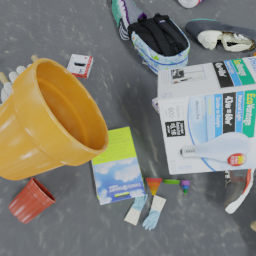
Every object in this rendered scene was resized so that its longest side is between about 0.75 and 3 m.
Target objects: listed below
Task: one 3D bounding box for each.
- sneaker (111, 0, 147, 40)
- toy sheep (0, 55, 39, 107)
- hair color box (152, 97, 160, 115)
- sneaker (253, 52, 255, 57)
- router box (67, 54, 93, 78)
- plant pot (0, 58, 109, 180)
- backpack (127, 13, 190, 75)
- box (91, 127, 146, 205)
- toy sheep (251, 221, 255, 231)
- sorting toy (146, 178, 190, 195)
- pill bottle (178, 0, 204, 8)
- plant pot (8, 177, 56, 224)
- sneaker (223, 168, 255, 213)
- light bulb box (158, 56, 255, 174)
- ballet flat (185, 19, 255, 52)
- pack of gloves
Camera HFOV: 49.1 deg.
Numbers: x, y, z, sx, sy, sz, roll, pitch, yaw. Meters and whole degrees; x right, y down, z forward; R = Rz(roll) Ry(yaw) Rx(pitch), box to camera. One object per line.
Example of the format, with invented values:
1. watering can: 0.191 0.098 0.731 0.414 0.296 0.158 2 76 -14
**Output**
1. sneaker: 0.069 -4.418 10.606 1.118 0.950 2.554 -7 71 -15
2. toy sheep: -2.874 -1.107 8.285 2.451 1.690 1.690 -34 66 -11
3. hair color box: 1.267 -0.825 8.842 0.922 0.299 0.504 -27 65 -12
4. sneaker: 4.976 -2.374 9.595 1.357 0.474 0.610 3 64 4
5. router box: -1.653 -2.121 9.611 0.740 0.202 0.825 8 61 5
6. plant pot: -2.208 0.052 6.990 2.402 2.624 2.624 -32 62 16
7. backpack: 1.160 -2.707 9.320 1.709 1.611 2.096 -22 42 -18
8. box: -0.343 1.033 7.687 1.252 0.489 2.054 -11 61 -6
9. toy sheep: 3.968 2.343 6.283 1.880 1.880 2.728 38 83 19
10. sorting toy: 1.058 1.564 7.329 1.277 0.443 0.440 9 76 -21
11. pill bottle: 2.922 -5.652 11.060 1.976 1.111 1.111 -35 67 -18
12. plant pot: -2.450 1.862 7.069 0.866 0.890 0.890 -44 69 -13
13. sneaker: 2.768 1.230 7.407 0.897 0.844 2.190 26 51 14
14. light bulb box: 2.066 -0.238 6.874 2.402 2.381 1.499 -7 37 12
15. ballet flat: 3.298 -3.174 9.824 2.658 0.971 0.971 11 61 4
16. pack of gloves: 0.459 2.157 7.297 0.783 0.184 0.932 17 57 20
